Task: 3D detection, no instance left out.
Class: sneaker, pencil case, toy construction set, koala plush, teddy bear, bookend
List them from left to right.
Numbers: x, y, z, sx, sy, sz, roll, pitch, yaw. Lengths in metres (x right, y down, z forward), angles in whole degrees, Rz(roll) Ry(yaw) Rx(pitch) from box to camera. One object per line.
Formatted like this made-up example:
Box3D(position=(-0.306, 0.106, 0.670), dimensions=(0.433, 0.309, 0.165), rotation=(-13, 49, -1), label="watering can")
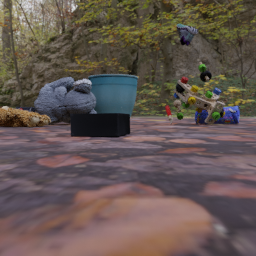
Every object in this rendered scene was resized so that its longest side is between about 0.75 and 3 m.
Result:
Box3D(position=(-4.357, -0.457, 11.272), dimensions=(2.492, 0.832, 1.807), rotation=(2, 2, 34), label="teddy bear")
Box3D(position=(-2.555, -1.105, 12.684), dimensions=(2.597, 2.303, 2.386), rotation=(2, 15, 27), label="koala plush")
Box3D(position=(-0.627, -0.086, 6.769), dimensions=(1.147, 0.528, 1.140), rotation=(0, 2, 13), label="bookend")
Box3D(position=(1.633, -2.769, 8.369), dimensions=(0.456, 0.536, 1.225), rotation=(22, 17, -14), label="sneaker")
Box3D(position=(3.130, -1.006, 13.031), dimensions=(2.844, 2.185, 2.372), rotation=(-37, -57, 24), label="toy construction set")
Box3D(position=(4.387, -0.623, 13.770), dimensions=(2.181, 0.851, 0.947), rotation=(-1, -22, 18), label="pencil case")

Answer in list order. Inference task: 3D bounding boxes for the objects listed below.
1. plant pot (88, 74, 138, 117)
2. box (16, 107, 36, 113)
Box3D(position=(-0.740, -1.373, 14.147), dimensions=(2.501, 2.350, 2.501), rotation=(0, 3, 0), label="plant pot")
Box3D(position=(-4.601, -0.534, 12.617), dimensions=(0.746, 0.819, 0.427), rotation=(0, 3, 4), label="box")
